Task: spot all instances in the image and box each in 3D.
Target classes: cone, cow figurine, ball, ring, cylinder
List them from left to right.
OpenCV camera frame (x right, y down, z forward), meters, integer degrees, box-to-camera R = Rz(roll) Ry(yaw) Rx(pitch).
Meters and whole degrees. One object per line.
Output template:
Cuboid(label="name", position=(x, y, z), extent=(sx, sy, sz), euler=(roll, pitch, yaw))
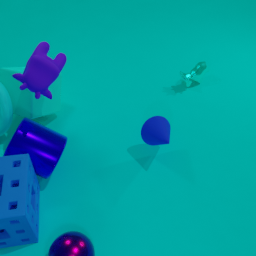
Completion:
Cuboid(label="ring", position=(-3.863, -0.586, 7.835), extent=(1.709, 1.709, 0.342), euler=(27, 24, 23))
Cuboid(label="cylinder", position=(-2.261, 0.497, 6.877), extent=(1.162, 1.162, 1.162), euler=(27, 46, -16))
Cuboid(label="cow figurine", position=(-2.017, -1.173, 6.330), extent=(0.899, 1.638, 1.612), euler=(32, 55, -22))
Cuboid(label="ball", position=(-1.105, 2.501, 5.482), extent=(0.911, 0.911, 0.911), euler=(0, 48, 0))
Cuboid(label="cone", position=(0.863, 0.225, 7.086), extent=(0.853, 0.853, 0.856), euler=(-14, 24, -12))
Cuboid(label="cow figurine", position=(2.250, -1.850, 9.476), extent=(0.558, 1.016, 1.000), euler=(47, 21, 30))

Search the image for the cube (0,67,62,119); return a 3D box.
Cuboid(label="cube", position=(-2.789, -1.069, 8.114), extent=(1.212, 1.212, 1.212), euler=(15, 19, 23))

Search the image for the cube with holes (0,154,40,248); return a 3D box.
Cuboid(label="cube with holes", position=(-2.714, 1.584, 5.912), extent=(1.396, 1.396, 1.396), euler=(-6, 49, -10))
